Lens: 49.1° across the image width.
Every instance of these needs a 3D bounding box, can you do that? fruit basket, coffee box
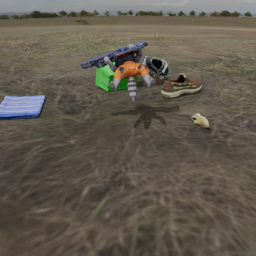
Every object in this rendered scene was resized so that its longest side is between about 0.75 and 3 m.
[{"bbox_3d":[-0.737,-2.912,14.762,2.326,1.678,2.326,7,41,-6],"label":"fruit basket"},{"bbox_3d":[1.509,-3.250,15.854,0.744,1.054,1.864,-5,27,-10],"label":"coffee box"}]

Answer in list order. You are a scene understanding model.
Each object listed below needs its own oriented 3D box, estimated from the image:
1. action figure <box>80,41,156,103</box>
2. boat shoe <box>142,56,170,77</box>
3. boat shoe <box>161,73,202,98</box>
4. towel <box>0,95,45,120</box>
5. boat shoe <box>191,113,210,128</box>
[{"bbox_3d":[-0.312,-1.936,9.562,2.400,1.255,2.322,-15,41,4],"label":"action figure"},{"bbox_3d":[1.152,-2.217,10.088,0.512,0.554,1.500,13,-5,42],"label":"boat shoe"},{"bbox_3d":[2.744,-2.173,13.673,2.616,0.968,0.966,-21,33,-37],"label":"boat shoe"},{"bbox_3d":[-4.578,-0.957,11.912,1.802,0.297,2.489,-3,25,-8],"label":"towel"},{"bbox_3d":[2.654,-0.229,10.388,0.400,0.376,1.051,-18,20,-4],"label":"boat shoe"}]
